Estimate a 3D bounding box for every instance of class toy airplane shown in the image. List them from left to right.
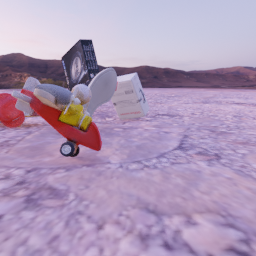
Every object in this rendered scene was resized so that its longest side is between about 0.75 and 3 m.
[{"bbox_3d":[-1.268,-0.407,5.375,1.749,1.239,1.756,47,-6,-40],"label":"toy airplane"}]

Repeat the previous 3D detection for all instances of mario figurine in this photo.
[{"bbox_3d":[-2.858,-0.231,6.607,0.944,1.099,1.781,14,-8,-35],"label":"mario figurine"}]

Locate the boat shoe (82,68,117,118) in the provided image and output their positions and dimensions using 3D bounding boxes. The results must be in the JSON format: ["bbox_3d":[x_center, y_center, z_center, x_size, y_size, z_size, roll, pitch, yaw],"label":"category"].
[{"bbox_3d":[-1.237,-0.902,8.589,0.819,1.003,2.715,6,52,34],"label":"boat shoe"}]

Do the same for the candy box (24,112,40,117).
[{"bbox_3d":[-3.856,-0.643,9.370,2.229,0.616,1.287,-2,3,15],"label":"candy box"}]

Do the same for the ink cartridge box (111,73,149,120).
[{"bbox_3d":[0.006,-1.142,10.356,1.121,1.538,0.652,-6,31,28],"label":"ink cartridge box"}]

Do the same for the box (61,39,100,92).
[{"bbox_3d":[-1.964,-2.147,12.081,0.578,2.657,2.128,-12,-1,-36],"label":"box"}]
